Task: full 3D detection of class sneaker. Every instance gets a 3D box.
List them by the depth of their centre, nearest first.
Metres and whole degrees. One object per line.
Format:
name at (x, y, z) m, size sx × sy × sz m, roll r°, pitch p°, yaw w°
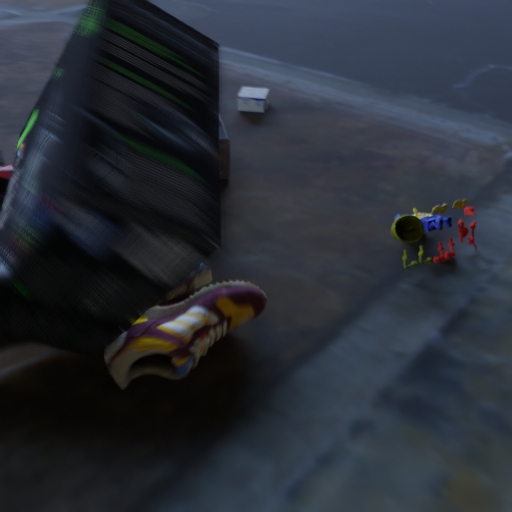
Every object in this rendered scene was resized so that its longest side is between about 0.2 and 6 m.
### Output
sneaker at (-3.442, 0.303, 6.369) m, size 3.646 × 1.376 × 2.075 m, roll -18°, pitch 70°, yaw -31°
sneaker at (-0.754, 0.984, 6.670) m, size 2.049 × 0.768 × 0.923 m, roll -17°, pitch 47°, yaw -12°

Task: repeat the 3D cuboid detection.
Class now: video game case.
video game case at (-1.495, 0.231, 7.907) m, size 1.216 × 0.240 × 1.341 m, roll -24°, pitch 35°, yaw -32°

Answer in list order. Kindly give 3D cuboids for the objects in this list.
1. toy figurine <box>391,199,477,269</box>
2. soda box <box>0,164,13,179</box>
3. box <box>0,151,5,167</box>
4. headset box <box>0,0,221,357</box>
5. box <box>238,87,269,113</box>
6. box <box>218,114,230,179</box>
toy figurine at (2.521, -0.346, 8.730) m, size 1.613 × 0.851 × 0.966 m, roll -16°, pitch 10°, yaw -25°
soda box at (-2.313, -0.888, 8.705) m, size 3.072 × 1.075 × 0.974 m, roll 1°, pitch 17°, yaw 4°
box at (-5.166, -1.749, 10.229) m, size 0.890 × 0.905 × 0.531 m, roll -3°, pitch 36°, yaw -5°
headset box at (-1.527, -0.832, 5.517) m, size 1.302 × 2.445 × 2.808 m, roll 21°, pitch 50°, yaw -31°
box at (-0.058, -3.751, 13.479) m, size 0.656 × 0.374 × 0.713 m, roll 6°, pitch 36°, yaw 8°
box at (-2.488, -2.349, 11.096) m, size 3.554 × 0.859 × 2.815 m, roll -7°, pitch 36°, yaw -9°
